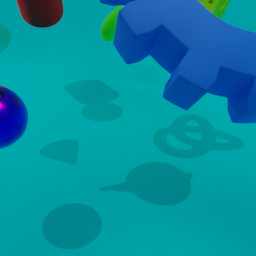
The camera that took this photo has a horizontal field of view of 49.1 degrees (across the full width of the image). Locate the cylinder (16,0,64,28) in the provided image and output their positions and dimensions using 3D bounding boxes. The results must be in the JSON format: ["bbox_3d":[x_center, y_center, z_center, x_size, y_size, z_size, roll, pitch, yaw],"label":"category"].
[{"bbox_3d":[-2.443,-3.634,7.668,1.232,1.232,1.232,2,71,-7],"label":"cylinder"}]

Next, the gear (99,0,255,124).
[{"bbox_3d":[0.844,-1.099,2.130,2.075,0.384,2.075,2,76,-8],"label":"gear"}]

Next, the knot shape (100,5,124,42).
[{"bbox_3d":[0.249,-2.539,5.690,1.910,0.883,1.788,-19,47,5],"label":"knot shape"}]

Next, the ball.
[{"bbox_3d":[-1.858,-0.147,3.880,0.899,0.899,0.899,0,34,0],"label":"ball"}]

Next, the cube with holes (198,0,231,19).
[{"bbox_3d":[2.139,-3.717,7.694,1.178,1.178,1.178,35,44,17],"label":"cube with holes"}]

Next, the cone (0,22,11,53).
[{"bbox_3d":[-2.657,-1.903,5.005,0.874,0.878,0.874,3,68,-8],"label":"cone"}]
